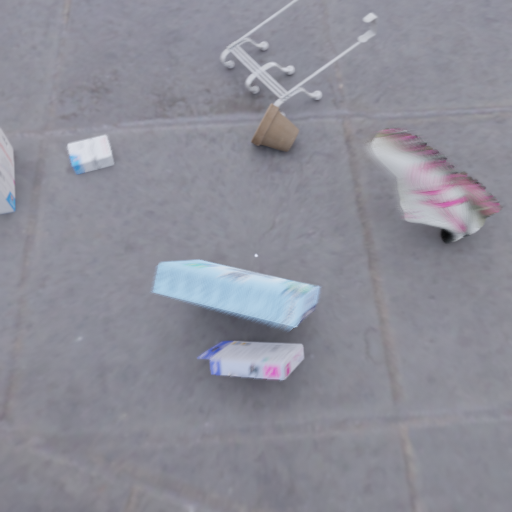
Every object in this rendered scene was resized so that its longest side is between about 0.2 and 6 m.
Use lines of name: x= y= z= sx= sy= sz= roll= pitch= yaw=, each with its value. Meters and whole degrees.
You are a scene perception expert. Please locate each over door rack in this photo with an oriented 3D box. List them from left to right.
over door rack: x=1.023 y=-4.921 z=13.275 sx=3.119 sy=1.039 sz=2.305 roll=-42 pitch=68 yaw=3

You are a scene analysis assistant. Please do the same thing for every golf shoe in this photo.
golf shoe: x=3.203 y=-1.198 z=10.510 sx=3.091 sy=1.424 sz=1.122 roll=29 pitch=27 yaw=-26

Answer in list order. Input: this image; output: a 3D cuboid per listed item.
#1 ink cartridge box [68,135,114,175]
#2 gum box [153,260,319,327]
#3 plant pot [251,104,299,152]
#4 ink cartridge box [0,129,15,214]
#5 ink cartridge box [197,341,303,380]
ink cartridge box: x=-3.645 y=-2.234 z=12.378 sx=0.858 sy=0.359 sz=0.623 roll=-16 pitch=63 yaw=-8
gum box: x=-0.242 y=0.577 z=9.720 sx=2.413 sy=2.050 sz=0.537 roll=13 pitch=94 yaw=13
plant pot: x=0.462 y=-2.753 z=12.433 sx=0.845 sy=0.969 sz=0.969 roll=28 pitch=64 yaw=-6
ink cartridge box: x=-5.560 y=-1.836 z=11.812 sx=0.579 sy=0.983 sz=1.708 roll=-11 pitch=63 yaw=-6
ink cartridge box: x=-0.094 y=1.790 z=9.748 sx=1.629 sy=0.972 sz=0.342 roll=1 pitch=101 yaw=24
